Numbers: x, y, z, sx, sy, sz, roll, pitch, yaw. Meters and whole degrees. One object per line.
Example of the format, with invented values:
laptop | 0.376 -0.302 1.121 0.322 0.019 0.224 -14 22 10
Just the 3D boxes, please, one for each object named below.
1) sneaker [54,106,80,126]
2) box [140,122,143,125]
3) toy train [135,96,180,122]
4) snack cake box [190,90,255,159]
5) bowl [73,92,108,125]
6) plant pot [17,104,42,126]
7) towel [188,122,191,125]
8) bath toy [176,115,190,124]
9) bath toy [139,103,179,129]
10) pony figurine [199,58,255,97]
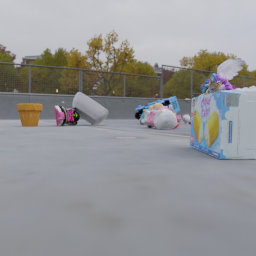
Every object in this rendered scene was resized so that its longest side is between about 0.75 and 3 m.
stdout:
sneaker | -2.789 -0.570 12.987 1.089 0.919 2.490 -7 -1 -12
box | 1.521 -0.336 15.037 1.330 0.333 1.340 2 2 26
toy train | 1.661 -1.035 16.530 2.709 1.174 1.548 -12 9 43
snack cake box | 1.002 -0.053 3.092 0.374 0.641 1.114 0 2 -1
bowl | -1.991 -0.847 13.942 1.853 0.693 1.856 34 -17 -6
plant pot | -4.264 -0.552 12.162 1.044 0.955 1.044 0 1 0
towel | 4.260 -0.261 14.954 1.687 0.192 1.215 1 -1 -31
bath toy | 2.897 -0.510 16.842 1.629 0.602 0.709 -2 47 -4
bath toy | 1.138 -0.378 9.830 0.836 0.984 2.262 22 2 -14
pony figurine | 3.427 -1.343 10.017 1.968 1.697 2.038 -20 -27 -10
